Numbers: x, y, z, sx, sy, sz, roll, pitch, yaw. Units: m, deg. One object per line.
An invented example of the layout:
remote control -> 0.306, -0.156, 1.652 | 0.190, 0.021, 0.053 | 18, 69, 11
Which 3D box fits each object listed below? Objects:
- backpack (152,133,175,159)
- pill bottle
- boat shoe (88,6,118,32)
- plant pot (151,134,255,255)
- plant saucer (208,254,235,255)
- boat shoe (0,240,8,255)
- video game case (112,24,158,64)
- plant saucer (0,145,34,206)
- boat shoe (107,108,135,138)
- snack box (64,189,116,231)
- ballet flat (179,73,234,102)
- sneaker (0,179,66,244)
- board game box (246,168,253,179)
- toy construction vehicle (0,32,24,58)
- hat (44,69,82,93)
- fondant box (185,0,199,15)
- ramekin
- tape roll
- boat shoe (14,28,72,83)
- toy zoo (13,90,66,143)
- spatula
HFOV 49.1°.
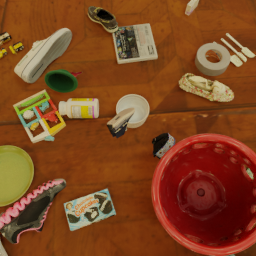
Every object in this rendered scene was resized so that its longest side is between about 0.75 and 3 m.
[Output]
backpack -> 1.213, 0.585, 9.252 | 0.634, 0.784, 0.823 | 27, 31, -18
pill bottle -> -1.825, -0.739, 10.501 | 1.417, 0.739, 0.739 | 1, 65, 0
boat shoe -> -1.145, -4.984, 12.402 | 0.707, 0.597, 1.982 | -37, 61, -17
plant pot -> 2.197, 1.898, 8.054 | 2.975, 2.709, 2.975 | -2, 73, 6
plant saucer -> 2.922, 4.259, 8.543 | 1.064, 0.146, 1.064 | 0, 66, 0
boat shoe -> -4.388, 3.414, 8.497 | 0.834, 0.817, 2.357 | -39, 64, -15
video game case -> 0.265, -3.676, 12.139 | 1.709, 0.219, 1.879 | -8, 67, -4
plant saucer -> -4.269, 1.644, 9.638 | 2.124, 0.330, 2.124 | 0, 66, 0
boat shoe -> -0.150, -0.147, 8.204 | 0.409, 0.509, 1.097 | 13, 40, 45
snack box -> -1.250, 2.668, 9.191 | 1.518, 0.282, 0.882 | -18, 67, -8
ballet flat -> 3.087, -1.584, 10.903 | 2.223, 0.711, 0.841 | 15, 63, 6
sneaker -> -2.938, 2.658, 8.984 | 2.532, 1.000, 1.208 | -37, 93, -15
board game box -> 4.353, 1.657, 9.746 | 0.529, 0.114, 0.786 | 32, 69, 13
toy construction vehicle -> -5.186, -3.488, 11.996 | 1.193, 0.420, 1.038 | -35, 81, -12
hat -> -2.385, -2.123, 10.443 | 1.188, 1.434, 1.262 | 4, 60, -4
fondant box -> 2.954, -5.629, 12.839 | 0.224, 0.554, 0.767 | 36, 70, 13
ramekin -> 0.168, -0.579, 10.480 | 1.226, 0.644, 1.226 | 0, 65, 0
tape roll -> 3.499, -2.843, 11.619 | 1.372, 0.453, 1.372 | 0, 65, -1
boat shoe -> -3.506, -3.157, 11.426 | 0.956, 1.053, 2.864 | 32, 70, 13
toy zoo -> -3.292, -0.354, 10.611 | 1.373, 0.214, 2.093 | -30, 69, -13
spatula -> 4.515, -3.389, 12.054 | 1.127, 0.130, 1.620 | -34, 70, -13
